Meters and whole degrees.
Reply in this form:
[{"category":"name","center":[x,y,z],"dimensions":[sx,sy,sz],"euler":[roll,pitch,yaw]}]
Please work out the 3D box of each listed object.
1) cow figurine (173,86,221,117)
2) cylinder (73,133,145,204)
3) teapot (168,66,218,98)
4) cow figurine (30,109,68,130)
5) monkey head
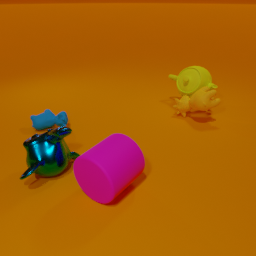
[{"category":"cow figurine","center":[2.144,-0.795,8.949],"dimensions":[1.284,0.716,1.305],"euler":[-29,15,5]},{"category":"cylinder","center":[-0.376,0.806,5.762],"dimensions":[1.072,1.072,1.072],"euler":[19,36,33]},{"category":"teapot","center":[2.275,-1.568,9.696],"dimensions":[2.007,1.248,0.983],"euler":[23,7,38]},{"category":"cow figurine","center":[-2.356,-0.205,8.442],"dimensions":[1.048,0.575,1.031],"euler":[-24,31,-25]},{"category":"monkey head","center":[-1.651,0.538,6.241],"dimensions":[1.218,1.020,1.692],"euler":[-21,-3,37]}]
